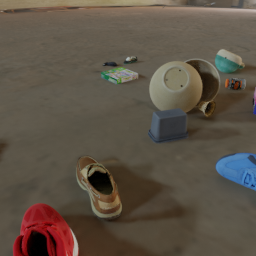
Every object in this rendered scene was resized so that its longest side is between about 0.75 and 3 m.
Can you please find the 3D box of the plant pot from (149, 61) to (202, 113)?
[{"bbox_3d":[1.757,-1.599,10.225,2.019,2.019,1.356,5,-7,8],"label":"plant pot"}]

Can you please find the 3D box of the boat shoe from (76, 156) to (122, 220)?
[{"bbox_3d":[-0.729,1.256,6.921,0.826,0.806,2.182,-14,32,-23],"label":"boat shoe"}]

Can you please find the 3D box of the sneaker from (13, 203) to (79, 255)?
[{"bbox_3d":[-1.394,1.927,4.906,1.098,1.619,2.802,-15,33,-24],"label":"sneaker"}]

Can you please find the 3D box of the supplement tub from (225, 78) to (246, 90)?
[{"bbox_3d":[5.026,-2.071,13.112,0.836,0.512,0.512,5,30,9],"label":"supplement tub"}]

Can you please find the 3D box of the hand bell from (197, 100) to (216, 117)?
[{"bbox_3d":[2.719,-0.938,10.934,0.653,0.653,1.255,-20,33,-31],"label":"hand bell"}]

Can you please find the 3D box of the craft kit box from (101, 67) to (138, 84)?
[{"bbox_3d":[-0.444,-2.721,14.482,1.383,0.340,1.401,-20,35,-36],"label":"craft kit box"}]

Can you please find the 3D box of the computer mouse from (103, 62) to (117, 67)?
[{"bbox_3d":[-1.025,-3.769,16.407,0.839,0.221,0.581,10,30,18],"label":"computer mouse"}]

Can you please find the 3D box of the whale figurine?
[{"bbox_3d":[5.552,-3.566,15.476,1.668,1.088,2.097,34,19,23],"label":"whale figurine"}]

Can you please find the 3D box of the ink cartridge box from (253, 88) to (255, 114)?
[{"bbox_3d":[5.145,-1.052,11.068,0.292,0.746,1.576,9,31,15],"label":"ink cartridge box"}]

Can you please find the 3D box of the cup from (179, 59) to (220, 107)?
[{"bbox_3d":[2.731,-1.812,11.630,1.894,1.894,1.354,4,5,7],"label":"cup"}]

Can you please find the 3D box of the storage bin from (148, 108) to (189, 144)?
[{"bbox_3d":[1.351,-0.153,9.368,1.291,0.867,0.940,-8,31,-16],"label":"storage bin"}]

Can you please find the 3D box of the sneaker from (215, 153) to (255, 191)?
[{"bbox_3d":[3.380,1.270,6.891,2.434,0.802,0.954,13,30,21],"label":"sneaker"}]

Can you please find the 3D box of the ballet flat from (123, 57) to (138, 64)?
[{"bbox_3d":[0.139,-4.119,16.901,1.006,0.344,0.342,-21,37,-32],"label":"ballet flat"}]
